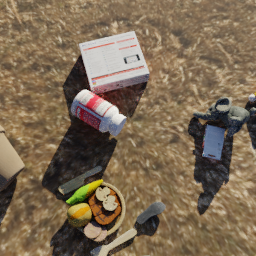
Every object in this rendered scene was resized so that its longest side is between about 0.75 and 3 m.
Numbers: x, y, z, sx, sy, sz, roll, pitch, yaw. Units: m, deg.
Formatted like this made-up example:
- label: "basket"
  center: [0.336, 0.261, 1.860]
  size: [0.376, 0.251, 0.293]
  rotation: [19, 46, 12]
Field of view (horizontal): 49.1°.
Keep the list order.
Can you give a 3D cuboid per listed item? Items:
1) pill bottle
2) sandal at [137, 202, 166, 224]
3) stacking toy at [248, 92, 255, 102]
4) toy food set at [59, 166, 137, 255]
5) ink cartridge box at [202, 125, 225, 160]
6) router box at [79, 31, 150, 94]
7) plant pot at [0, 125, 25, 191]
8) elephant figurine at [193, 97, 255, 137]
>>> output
- label: "pill bottle"
  center: [-1.061, -0.523, 10.382]
  size: [1.902, 1.068, 1.068]
  rotation: [32, 72, 11]
- label: "sandal"
  center: [0.777, 2.880, 9.575]
  size: [1.093, 0.234, 0.416]
  rotation: [-30, 65, -1]
- label: "stacking toy"
  center: [5.278, -1.326, 10.959]
  size: [1.117, 0.816, 0.816]
  rotation: [-22, 70, 8]
- label: "toy food set"
  center: [-1.048, 2.751, 9.406]
  size: [1.947, 0.566, 2.821]
  rotation: [-29, 72, -11]
- label: "ink cartridge box"
  center: [3.143, 0.566, 10.380]
  size: [0.682, 0.315, 1.251]
  rotation: [14, 71, 5]
- label: "router box"
  center: [-0.575, -2.687, 11.456]
  size: [2.408, 0.588, 2.161]
  rotation: [-14, 70, -5]
- label: "plant pot"
  center: [-4.569, 1.118, 9.467]
  size: [1.821, 2.089, 2.089]
  rotation: [42, 74, -5]
- label: "elephant figurine"
  center: [3.546, -0.577, 10.480]
  size: [1.280, 1.167, 1.650]
  rotation: [-19, 50, -37]
